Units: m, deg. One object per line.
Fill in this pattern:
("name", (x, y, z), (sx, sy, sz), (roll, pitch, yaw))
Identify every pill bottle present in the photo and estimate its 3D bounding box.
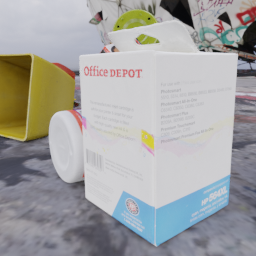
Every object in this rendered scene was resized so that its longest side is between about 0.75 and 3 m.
("pill bottle", (-0.266, 0.226, 6.071), (2.541, 1.415, 1.415), (-8, 15, -33))

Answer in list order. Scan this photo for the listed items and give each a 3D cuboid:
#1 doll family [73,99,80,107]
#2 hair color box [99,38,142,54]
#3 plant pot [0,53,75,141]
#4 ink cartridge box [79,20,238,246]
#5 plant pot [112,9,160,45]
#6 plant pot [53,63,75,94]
("doll family", (-3.399, -1.401, 14.962), (1.738, 0.682, 1.005), (-16, 24, -36))
("hair color box", (-0.055, -2.013, 7.983), (0.519, 0.861, 1.696), (-42, 0, 39))
("plant pot", (-3.260, -1.002, 9.633), (2.558, 2.558, 2.257), (9, 4, 33))
("ink cartridge box", (0.443, -0.110, 4.428), (1.756, 2.804, 1.802), (-10, 16, -37))
("plant pot", (0.403, -3.112, 10.566), (2.516, 2.516, 2.423), (2, -5, 9))
("plant pot", (-4.589, -2.771, 17.427), (2.066, 2.343, 2.345), (17, 21, 35))
